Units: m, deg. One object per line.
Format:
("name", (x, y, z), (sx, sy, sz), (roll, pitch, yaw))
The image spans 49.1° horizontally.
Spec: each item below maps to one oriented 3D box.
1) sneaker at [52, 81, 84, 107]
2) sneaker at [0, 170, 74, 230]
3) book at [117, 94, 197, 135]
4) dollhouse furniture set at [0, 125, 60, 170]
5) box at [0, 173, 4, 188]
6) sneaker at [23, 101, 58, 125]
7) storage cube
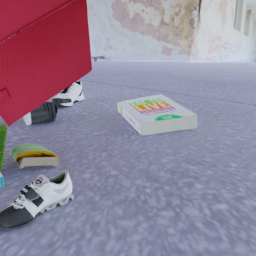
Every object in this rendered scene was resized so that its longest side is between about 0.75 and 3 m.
("sneaker", (-2.801, -1.595, 12.931), (0.925, 1.004, 2.509), (5, 19, 11))
("sneaker", (-1.547, 1.103, 4.605), (0.533, 0.637, 1.439), (15, 23, 36))
("book", (0.892, -0.484, 10.015), (1.935, 0.696, 2.897), (-8, 20, -15))
("dollhouse furniture set", (-2.463, 0.307, 6.220), (1.779, 0.893, 1.165), (2, 12, -33))
("box", (-2.869, 0.961, 5.710), (0.405, 0.242, 0.985), (-12, 21, -35))
("sneaker", (-3.293, -0.724, 10.439), (1.170, 0.834, 2.359), (-5, 23, -24))
("storage cube", (-2.608, -2.119, 6.282), (2.636, 2.932, 2.507), (-39, 74, -20))
